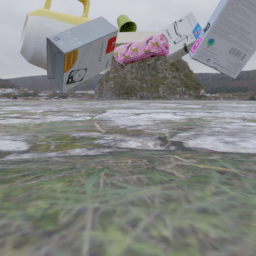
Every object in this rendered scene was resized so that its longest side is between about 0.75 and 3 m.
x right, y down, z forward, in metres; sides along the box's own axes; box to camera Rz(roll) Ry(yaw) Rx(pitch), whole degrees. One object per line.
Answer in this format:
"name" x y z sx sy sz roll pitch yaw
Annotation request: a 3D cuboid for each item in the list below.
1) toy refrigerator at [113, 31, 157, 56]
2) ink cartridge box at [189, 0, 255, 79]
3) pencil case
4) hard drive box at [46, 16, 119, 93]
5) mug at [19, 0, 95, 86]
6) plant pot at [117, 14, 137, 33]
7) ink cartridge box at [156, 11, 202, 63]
"toy refrigerator" 0.214 -3.437 11.329 1.871 0.655 0.710 -6 -28 -6
"ink cartridge box" 2.666 -2.466 6.740 1.375 2.304 0.484 21 30 -16
"pencil case" 0.453 -2.537 9.247 1.849 0.800 0.766 -9 -4 31
"hard drive box" -0.852 -1.365 5.178 0.481 0.975 1.251 43 56 15
"mug" -1.752 -2.292 7.202 1.782 2.171 1.738 11 -39 -28
"plant pot" -0.120 -4.301 11.672 0.804 0.740 0.804 -16 -33 -11
"ink cartridge box" 2.150 -3.687 11.497 1.733 1.265 0.730 -28 -18 15
